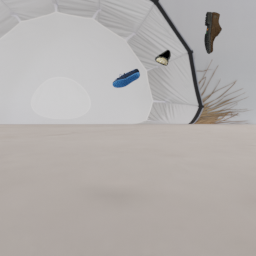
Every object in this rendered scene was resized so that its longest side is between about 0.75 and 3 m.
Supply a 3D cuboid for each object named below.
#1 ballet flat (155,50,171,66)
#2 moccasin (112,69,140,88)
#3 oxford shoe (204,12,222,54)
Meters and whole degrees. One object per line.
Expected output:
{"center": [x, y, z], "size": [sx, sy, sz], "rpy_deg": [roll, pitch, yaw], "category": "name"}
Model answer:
{"center": [1.350, -2.705, 10.684], "size": [0.536, 0.458, 1.613], "rpy_deg": [28, 25, -2], "category": "ballet flat"}
{"center": [-0.059, -2.197, 12.452], "size": [1.371, 0.467, 0.552], "rpy_deg": [-18, -40, 21], "category": "moccasin"}
{"center": [3.053, -3.363, 9.955], "size": [0.604, 1.432, 0.520], "rpy_deg": [0, 18, -2], "category": "oxford shoe"}
